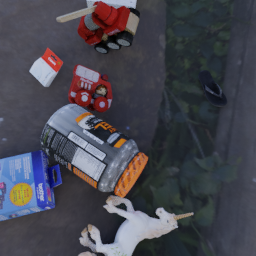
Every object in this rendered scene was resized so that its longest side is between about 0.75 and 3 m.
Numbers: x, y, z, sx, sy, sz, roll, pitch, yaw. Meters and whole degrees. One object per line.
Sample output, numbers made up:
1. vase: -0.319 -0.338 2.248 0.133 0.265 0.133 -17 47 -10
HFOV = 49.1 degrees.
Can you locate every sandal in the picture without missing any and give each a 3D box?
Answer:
1. sandal: 2.978 -1.421 9.964 0.595 0.335 1.566 -23 70 -9

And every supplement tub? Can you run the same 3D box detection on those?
1. supplement tub: -0.964 0.681 8.322 2.887 1.769 1.769 32 71 12

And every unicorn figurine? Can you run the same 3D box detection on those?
1. unicorn figurine: 0.038 2.865 7.919 2.043 1.098 2.974 37 87 4

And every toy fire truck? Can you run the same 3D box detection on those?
1. toy fire truck: -1.151 -1.236 9.073 1.516 0.850 1.273 17 89 -30
2. toy fire truck: -1.181 -3.512 9.398 2.458 2.164 1.582 23 79 -36

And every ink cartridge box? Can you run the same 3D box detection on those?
1. ink cartridge box: -2.850 -2.112 9.743 0.860 0.254 1.075 44 113 13
2. ink cartridge box: -3.191 1.708 8.378 2.446 0.934 1.669 -12 68 -7

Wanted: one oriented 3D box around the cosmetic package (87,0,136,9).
1. cosmetic package: -0.517 -5.852 11.607 1.900 0.651 2.520 8 68 3
